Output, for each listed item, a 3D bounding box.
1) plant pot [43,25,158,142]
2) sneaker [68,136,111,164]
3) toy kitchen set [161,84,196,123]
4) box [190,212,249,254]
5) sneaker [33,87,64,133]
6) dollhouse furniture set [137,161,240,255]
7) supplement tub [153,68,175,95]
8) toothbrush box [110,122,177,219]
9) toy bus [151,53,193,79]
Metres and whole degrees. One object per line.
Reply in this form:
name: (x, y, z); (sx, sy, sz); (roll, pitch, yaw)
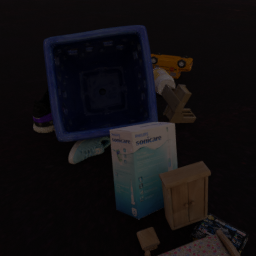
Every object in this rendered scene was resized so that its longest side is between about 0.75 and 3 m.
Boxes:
plant pot: (-0.712, -1.144, 7.912); (2.619, 2.619, 2.354); (-8, 4, -3)
sneaker: (-0.970, 0.534, 7.517); (0.588, 0.530, 1.435); (14, 35, 29)
toy kitchen set: (1.669, -0.871, 8.690); (1.014, 1.124, 0.917); (-1, 43, -30)
box: (1.735, 2.083, 5.344); (0.880, 0.203, 0.700); (23, 39, 32)
sneaker: (-2.058, -0.921, 9.140); (0.886, 1.267, 2.548); (17, 36, 26)
dollhouse furniture set: (1.103, 2.048, 4.202); (1.497, 1.279, 2.889); (-16, 35, -8)
supplement tub: (1.317, -1.798, 10.965); (0.833, 0.833, 1.146); (-7, 33, -12)
toothbrush box: (0.364, 0.778, 5.706); (1.232, 1.683, 0.718); (-12, 11, -40)
toy bus: (1.643, -2.770, 12.441); (2.301, 0.901, 0.749); (11, 32, 18)
